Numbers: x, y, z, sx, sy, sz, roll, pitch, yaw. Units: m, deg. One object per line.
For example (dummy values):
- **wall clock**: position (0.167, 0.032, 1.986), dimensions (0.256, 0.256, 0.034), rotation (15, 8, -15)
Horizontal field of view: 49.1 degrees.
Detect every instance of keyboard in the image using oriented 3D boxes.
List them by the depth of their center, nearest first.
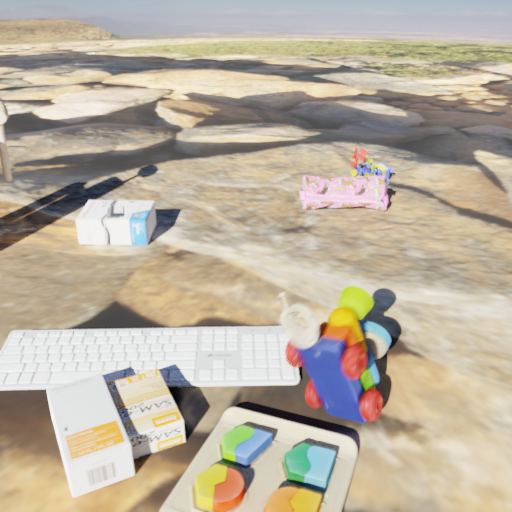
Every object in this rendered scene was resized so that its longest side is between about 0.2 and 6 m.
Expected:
- **keyboard**: position (-1.386, 1.291, 7.162), dimensions (3.803, 0.203, 1.070), rotation (-1, 27, -1)

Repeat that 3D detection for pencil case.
- **pencil case**: position (1.830, -1.320, 11.793), dimensions (1.856, 0.768, 0.803), rotation (2, -18, 3)

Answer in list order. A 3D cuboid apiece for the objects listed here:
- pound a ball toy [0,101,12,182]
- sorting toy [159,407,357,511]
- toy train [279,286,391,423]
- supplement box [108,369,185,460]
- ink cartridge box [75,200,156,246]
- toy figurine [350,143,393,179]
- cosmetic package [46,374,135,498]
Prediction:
- **pound a ball toy**: position (-4.916, -1.251, 9.584), dimensions (1.684, 2.583, 1.097), rotation (-13, 29, -25)
- **sorting toy**: position (0.075, 2.139, 5.343), dimensions (1.527, 0.301, 1.650), rotation (10, 28, 18)
- **toy train**: position (0.885, 0.744, 5.947), dimensions (0.839, 1.983, 1.147), rotation (4, 42, 36)
- **supplement box**: position (-1.214, 1.705, 6.150), dimensions (0.600, 0.350, 0.951), rotation (-13, 30, -23)
- **ink cartridge box**: position (-2.628, -0.637, 10.602), dimensions (1.300, 0.547, 0.940), rotation (0, 29, 1)
- **toy figurine**: position (2.918, -2.108, 13.395), dimensions (0.903, 0.795, 1.507), rotation (1, 27, -11)
- **cosmetic package**: position (-1.745, 1.815, 5.836), dimensions (0.629, 0.442, 1.239), rotation (-13, 29, -24)
